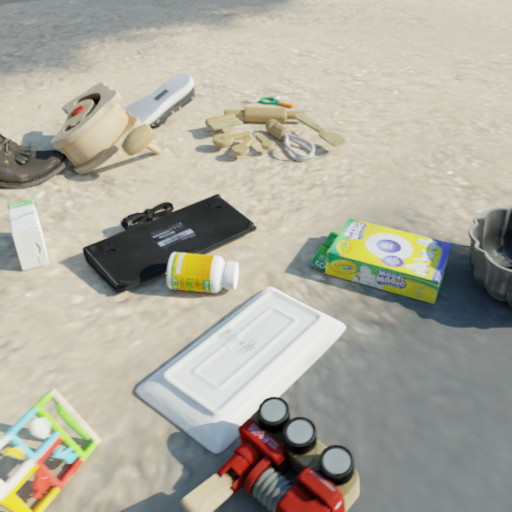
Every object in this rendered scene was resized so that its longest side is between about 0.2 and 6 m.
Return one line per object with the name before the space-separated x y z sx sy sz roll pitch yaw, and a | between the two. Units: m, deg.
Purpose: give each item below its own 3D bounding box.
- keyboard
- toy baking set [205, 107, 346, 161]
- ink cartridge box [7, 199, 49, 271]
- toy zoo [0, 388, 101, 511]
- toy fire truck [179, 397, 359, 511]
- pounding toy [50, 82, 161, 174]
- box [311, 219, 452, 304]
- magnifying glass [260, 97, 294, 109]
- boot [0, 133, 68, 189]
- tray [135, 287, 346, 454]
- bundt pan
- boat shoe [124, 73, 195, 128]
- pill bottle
keyboard | -1.703 -0.381 10.772 3.110 0.399 1.867 -26 50 -32
toy baking set | 0.436 -3.206 14.687 3.628 0.422 2.784 0 39 0
ink cartridge box | -4.228 -0.402 10.375 0.504 0.837 1.152 -15 39 -20
toy zoo | -2.592 2.389 6.559 0.147 0.940 1.432 -25 18 40
toy fire truck | 0.120 2.574 6.245 1.482 1.083 1.683 31 57 35
pounding toy | -3.654 -2.731 13.599 1.940 1.946 3.393 -40 35 -5
box | 2.239 0.000 10.098 2.260 0.547 1.326 14 38 21
magnifying glass | 0.617 -4.575 16.773 1.116 0.125 0.444 20 40 28
boot | -5.839 -2.778 12.115 3.030 2.638 1.049 -11 37 -14
tray | -0.131 1.417 8.305 1.641 0.339 3.057 25 43 32
bundt pan | 4.816 0.140 9.559 2.486 0.933 2.486 0 37 0
boat shoe | -2.682 -3.933 15.204 2.550 0.845 0.891 -43 60 -14
pill bottle | -0.902 0.298 9.583 1.144 0.635 0.635 5 36 6
